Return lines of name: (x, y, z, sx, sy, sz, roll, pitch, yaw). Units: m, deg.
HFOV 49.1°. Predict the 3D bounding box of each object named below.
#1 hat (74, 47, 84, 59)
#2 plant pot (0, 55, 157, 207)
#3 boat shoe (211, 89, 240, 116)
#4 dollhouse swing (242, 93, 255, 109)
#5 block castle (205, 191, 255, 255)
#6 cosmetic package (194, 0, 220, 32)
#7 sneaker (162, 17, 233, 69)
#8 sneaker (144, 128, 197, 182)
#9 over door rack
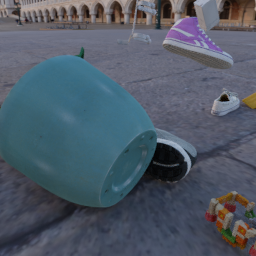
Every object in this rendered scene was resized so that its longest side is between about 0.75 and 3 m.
hat: (-3.006, -1.672, 9.411, 2.539, 2.389, 2.885, 13, 58, -9)
plant pot: (-0.746, 0.241, 5.529, 2.154, 2.684, 2.684, 32, 36, 24)
boat shoe: (3.725, -1.097, 10.586, 0.690, 0.796, 1.867, 21, 31, 39)
dollhouse swing: (5.658, -0.966, 10.941, 1.591, 1.399, 1.446, -24, -8, -42)
block castle: (1.951, 1.636, 4.744, 0.765, 0.537, 1.145, -11, 28, -32)
cosmetic package: (2.074, -3.025, 7.340, 0.469, 0.831, 0.337, -38, 49, -2)
sneaker: (2.353, -2.755, 8.729, 2.279, 1.299, 0.826, 28, -7, 16)
sneaker: (0.313, 0.410, 7.048, 2.993, 1.106, 1.187, 23, 23, 31)
over door rack: (0.366, -3.614, 8.729, 0.853, 1.892, 2.561, 6, 12, -14)
